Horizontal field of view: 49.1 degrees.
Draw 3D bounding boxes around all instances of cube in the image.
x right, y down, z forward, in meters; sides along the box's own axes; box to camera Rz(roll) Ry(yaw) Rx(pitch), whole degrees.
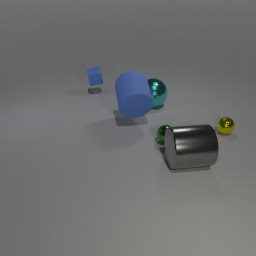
[{"bbox_3d":[-1.730,-2.704,14.635,0.700,0.700,0.700,-12,37,-6],"label":"cube"}]

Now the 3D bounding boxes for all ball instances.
[{"bbox_3d":[1.196,-1.674,13.430,1.400,1.400,1.400,0,29,0],"label":"ball"},{"bbox_3d":[3.938,-0.092,11.269,0.700,0.700,0.700,0,29,0],"label":"ball"},{"bbox_3d":[1.438,0.227,10.599,0.700,0.700,0.700,0,29,0],"label":"ball"}]

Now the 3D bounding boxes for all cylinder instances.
[{"bbox_3d":[2.047,0.612,9.249,1.400,1.400,1.400,-4,29,-6],"label":"cylinder"},{"bbox_3d":[0.228,-1.374,11.489,1.400,1.400,1.400,-4,50,-8],"label":"cylinder"}]
